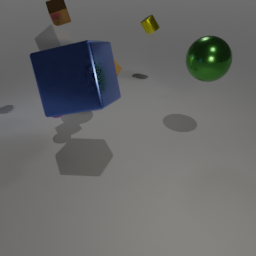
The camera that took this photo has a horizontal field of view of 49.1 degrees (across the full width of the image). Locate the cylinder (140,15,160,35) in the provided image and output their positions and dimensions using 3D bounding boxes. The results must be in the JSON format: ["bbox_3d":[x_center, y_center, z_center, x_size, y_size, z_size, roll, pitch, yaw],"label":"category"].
[{"bbox_3d":[1.061,-4.973,13.534,0.700,0.700,0.700,-30,25,16],"label":"cylinder"}]

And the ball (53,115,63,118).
[{"bbox_3d":[-2.317,-0.674,8.998,0.700,0.700,0.700,0,30,0],"label":"ball"}]

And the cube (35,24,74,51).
[{"bbox_3d":[-1.970,-2.285,7.691,0.700,0.700,0.700,-29,-8,24],"label":"cube"}]

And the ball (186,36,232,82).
[{"bbox_3d":[2.506,-2.141,8.720,1.400,1.400,1.400,0,30,0],"label":"ball"}]

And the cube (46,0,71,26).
[{"bbox_3d":[-2.712,-4.537,10.948,0.700,0.700,0.700,-19,68,-3],"label":"cube"}]

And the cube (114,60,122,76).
[{"bbox_3d":[-0.839,-2.558,12.176,0.700,0.700,0.700,17,74,43],"label":"cube"}]

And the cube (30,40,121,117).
[{"bbox_3d":[-1.120,-1.148,6.425,1.400,1.400,1.400,-7,13,17],"label":"cube"}]
